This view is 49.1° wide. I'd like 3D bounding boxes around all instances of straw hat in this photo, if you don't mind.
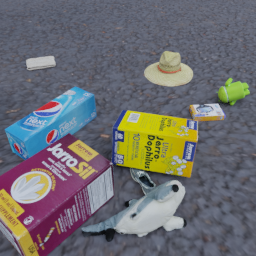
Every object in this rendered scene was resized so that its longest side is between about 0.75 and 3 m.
[{"bbox_3d":[1.714,-2.658,11.487,2.170,0.918,2.170,1,40,0],"label":"straw hat"}]

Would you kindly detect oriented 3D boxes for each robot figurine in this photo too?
[{"bbox_3d":[3.647,-1.246,9.779,1.048,0.920,0.607,-16,29,17],"label":"robot figurine"}]

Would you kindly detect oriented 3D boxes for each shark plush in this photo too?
[{"bbox_3d":[0.245,1.996,6.410,2.508,1.139,1.045,-31,25,-5],"label":"shark plush"}]

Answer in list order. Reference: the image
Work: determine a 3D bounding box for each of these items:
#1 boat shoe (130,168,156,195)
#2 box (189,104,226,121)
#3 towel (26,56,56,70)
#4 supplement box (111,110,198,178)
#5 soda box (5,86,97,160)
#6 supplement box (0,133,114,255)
[{"bbox_3d":[0.398,1.273,7.245,0.411,0.349,1.129,-16,43,-18],"label":"boat shoe"},{"bbox_3d":[2.721,-0.532,9.489,1.145,0.237,0.681,-5,40,-3],"label":"box"},{"bbox_3d":[-3.807,-2.832,12.246,1.231,0.212,0.816,-11,43,-14],"label":"towel"},{"bbox_3d":[0.715,0.381,7.510,2.122,1.155,1.162,8,29,10],"label":"supplement box"},{"bbox_3d":[-2.201,-0.177,8.508,0.884,0.934,2.754,25,46,27],"label":"soda box"},{"bbox_3d":[-1.693,1.475,6.295,1.602,1.263,2.447,29,48,30],"label":"supplement box"}]
